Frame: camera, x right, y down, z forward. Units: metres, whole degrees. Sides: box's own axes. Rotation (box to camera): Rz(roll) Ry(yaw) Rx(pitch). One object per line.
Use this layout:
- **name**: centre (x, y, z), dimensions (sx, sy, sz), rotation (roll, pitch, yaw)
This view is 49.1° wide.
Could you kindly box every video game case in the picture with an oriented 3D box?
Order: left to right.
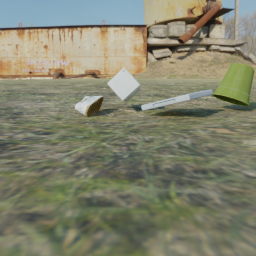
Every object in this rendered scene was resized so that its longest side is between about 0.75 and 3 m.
- **video game case**: centre (1.718, -0.974, 9.632), dimensions (1.790, 0.217, 1.967), rotation (-10, 4, 38)

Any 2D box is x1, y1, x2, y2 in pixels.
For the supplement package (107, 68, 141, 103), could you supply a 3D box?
- **supplement package**: centre (-0.113, -1.569, 10.607), dimensions (0.865, 0.876, 1.445), rotation (-42, -2, 4)

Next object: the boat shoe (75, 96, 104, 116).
- **boat shoe**: centre (-1.378, -0.901, 10.118), dimensions (0.622, 0.635, 1.794), rotation (20, 16, 8)

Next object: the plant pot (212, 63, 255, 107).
- **plant pot**: centre (4.180, -1.716, 10.793), dimensions (1.469, 1.395, 1.469), rotation (18, 4, -1)
